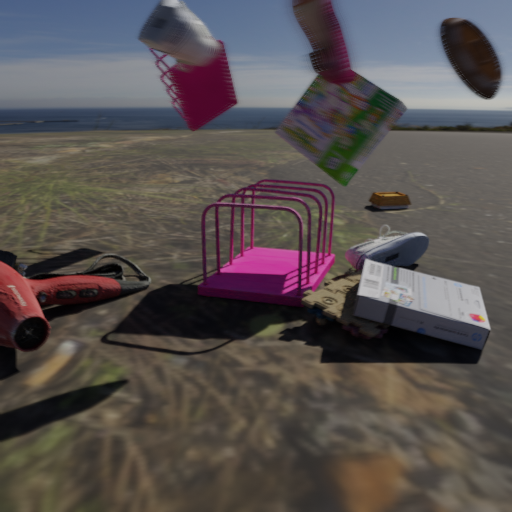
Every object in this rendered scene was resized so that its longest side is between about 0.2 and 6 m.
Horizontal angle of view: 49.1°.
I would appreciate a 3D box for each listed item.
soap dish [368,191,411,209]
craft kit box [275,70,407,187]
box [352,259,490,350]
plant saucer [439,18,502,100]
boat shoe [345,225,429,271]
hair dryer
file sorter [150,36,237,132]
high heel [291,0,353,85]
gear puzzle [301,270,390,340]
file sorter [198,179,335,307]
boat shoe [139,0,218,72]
[{"bbox_3d":[3.567,-1.491,14.957,0.912,0.370,0.717,-3,16,-13],"label":"soap dish"},{"bbox_3d":[1.442,-2.386,9.899,1.719,1.698,0.417,44,16,31],"label":"craft kit box"},{"bbox_3d":[2.085,0.570,7.172,1.569,0.323,1.224,13,24,10],"label":"box"},{"bbox_3d":[4.342,-3.986,11.118,1.852,1.852,0.297,-15,-10,-42],"label":"plant saucer"},{"bbox_3d":[2.207,-0.140,9.697,1.734,0.640,0.739,-18,40,-31],"label":"boat shoe"},{"bbox_3d":[-2.865,0.348,7.560,2.619,0.934,3.439,0,17,-5],"label":"hair dryer"},{"bbox_3d":[-1.382,-3.937,12.238,1.249,1.798,1.127,-35,63,-10],"label":"file sorter"},{"bbox_3d":[1.004,-3.388,8.238,0.592,1.756,0.844,-8,-4,38],"label":"high heel"},{"bbox_3d":[1.626,0.598,7.759,1.191,0.301,2.300,24,27,33],"label":"gear puzzle"},{"bbox_3d":[0.267,-0.337,8.949,1.626,1.468,2.340,6,17,18],"label":"file sorter"},{"bbox_3d":[-1.194,-3.662,9.428,1.109,0.961,2.601,32,11,-31],"label":"boat shoe"}]
